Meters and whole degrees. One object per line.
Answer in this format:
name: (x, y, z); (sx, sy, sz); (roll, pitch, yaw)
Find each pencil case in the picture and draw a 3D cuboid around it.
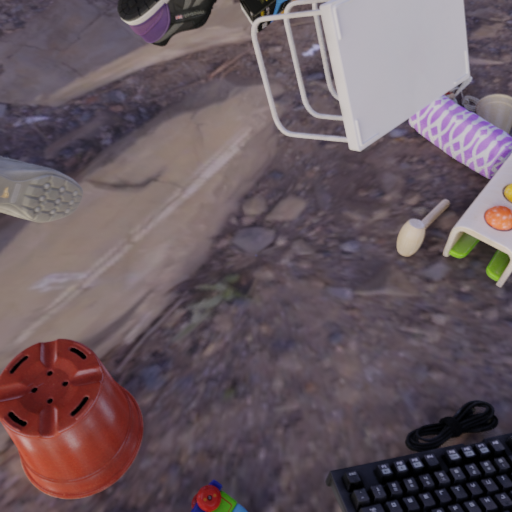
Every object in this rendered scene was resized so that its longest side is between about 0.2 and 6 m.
pencil case: (3.875, -2.315, 10.542); (0.910, 0.893, 2.129); (-18, 53, -38)

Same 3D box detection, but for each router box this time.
router box: (0.510, -4.425, 9.013); (1.646, 0.563, 2.206); (-34, 12, 11)

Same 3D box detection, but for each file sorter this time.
file sorter: (1.246, -2.418, 6.498); (2.157, 1.497, 1.343); (-35, 34, -27)

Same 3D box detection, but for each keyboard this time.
keyboard: (2.746, 2.542, 6.541); (3.751, 0.481, 2.253); (-6, 28, -14)

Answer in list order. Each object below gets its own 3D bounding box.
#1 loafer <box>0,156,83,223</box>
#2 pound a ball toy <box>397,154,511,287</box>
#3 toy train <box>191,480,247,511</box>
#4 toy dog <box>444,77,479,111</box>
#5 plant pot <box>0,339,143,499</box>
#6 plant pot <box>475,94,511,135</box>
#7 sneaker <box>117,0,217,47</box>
loafer: (-2.645, -0.767, 5.872); (0.657, 1.884, 0.659); (34, 102, 25)
pound a ball toy: (3.758, -0.785, 9.156); (1.750, 1.140, 2.683); (34, 59, 23)
toy train: (-0.634, 3.472, 6.241); (0.950, 0.695, 1.642); (34, 59, 7)
toy dog: (4.090, -3.690, 11.649); (0.988, 0.721, 1.498); (-9, 53, -7)
plant pot: (-2.309, 1.899, 6.814); (1.616, 1.571, 1.616); (0, 52, 0)
plant pot: (4.605, -2.556, 10.820); (0.815, 0.815, 0.746); (15, 66, 11)
sneaker: (-0.756, -3.309, 6.949); (1.851, 0.811, 0.701); (-24, 66, 16)
